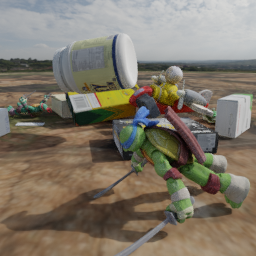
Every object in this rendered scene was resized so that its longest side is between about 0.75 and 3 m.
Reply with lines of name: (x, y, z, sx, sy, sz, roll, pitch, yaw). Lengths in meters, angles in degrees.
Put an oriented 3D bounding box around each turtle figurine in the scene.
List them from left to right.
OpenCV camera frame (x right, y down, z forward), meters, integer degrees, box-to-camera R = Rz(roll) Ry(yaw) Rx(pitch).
turtle figurine: (-3.916, -0.913, 11.451, 1.869, 0.941, 1.399, -10, -2, 24)
turtle figurine: (0.659, 0.902, 4.565, 2.133, 2.200, 1.583, 16, -14, -18)

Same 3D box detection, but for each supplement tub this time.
supplement tub: (-0.919, -1.810, 8.183, 2.141, 1.552, 1.552, -5, 13, 16)

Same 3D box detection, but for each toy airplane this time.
toy airplane: (1.798, -1.221, 10.129, 2.824, 1.993, 2.811, 12, 24, 29)

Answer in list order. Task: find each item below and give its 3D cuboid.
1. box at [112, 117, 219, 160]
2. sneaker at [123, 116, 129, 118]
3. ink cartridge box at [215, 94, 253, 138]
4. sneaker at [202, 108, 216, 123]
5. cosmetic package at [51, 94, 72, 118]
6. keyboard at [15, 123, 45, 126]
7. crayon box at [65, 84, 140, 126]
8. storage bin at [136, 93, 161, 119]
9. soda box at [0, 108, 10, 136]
box: (0.898, 0.207, 7.681, 2.450, 0.592, 1.940, -2, 15, -10)
sneaker: (-0.531, -0.725, 11.402, 1.482, 0.577, 0.609, -4, 14, -15)
ink cartridge box: (3.424, -0.434, 9.019, 0.680, 1.178, 1.613, 10, 17, 37)
sneaker: (3.189, -0.485, 10.525, 0.455, 0.525, 1.184, -2, 15, -18)
cosmetic package: (-2.604, -0.998, 12.160, 1.047, 0.740, 2.023, -7, 15, -27)
keyboard: (-3.543, -0.136, 10.144, 0.990, 0.053, 0.279, 0, 14, 0)
crayon box: (-0.863, -1.098, 10.704, 2.788, 0.708, 1.770, -11, 44, -17)
storage bin: (0.734, -0.682, 9.143, 0.602, 0.827, 0.556, -32, 21, -12)
soda box: (-4.441, 0.056, 7.846, 0.869, 0.812, 2.552, 3, 15, 10)
